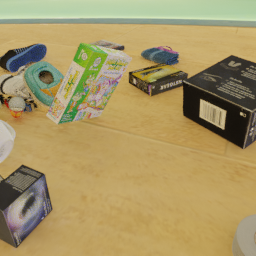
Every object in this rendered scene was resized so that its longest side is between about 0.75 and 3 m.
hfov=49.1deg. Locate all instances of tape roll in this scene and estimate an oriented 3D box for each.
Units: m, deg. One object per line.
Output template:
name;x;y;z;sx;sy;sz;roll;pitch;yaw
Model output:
tape roll;3.030;2.582;5.919;1.522;0.503;1.522;1;34;0

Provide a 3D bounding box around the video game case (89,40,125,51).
video game case;-1.671;-5.001;17.530;1.988;0.281;2.200;28;42;34

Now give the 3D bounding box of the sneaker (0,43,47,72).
sneaker;-5.805;-4.023;15.370;1.156;1.041;2.969;23;41;19

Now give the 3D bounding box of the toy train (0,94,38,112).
toy train;-4.738;-1.033;11.463;2.317;0.395;0.531;11;39;17

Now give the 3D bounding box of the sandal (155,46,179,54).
sandal;2.307;-4.769;17.006;1.913;0.470;0.778;24;41;32

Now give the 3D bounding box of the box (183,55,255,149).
box;3.957;-1.092;10.118;2.837;1.666;2.790;-30;43;-24

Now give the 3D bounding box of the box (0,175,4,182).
box;-4.042;2.132;6.419;1.058;0.705;2.812;27;42;34

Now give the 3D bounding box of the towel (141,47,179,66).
towel;1.808;-4.118;15.987;1.189;0.517;2.129;-26;42;-32

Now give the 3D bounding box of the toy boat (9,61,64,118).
toy boat;-3.421;-1.357;10.805;2.227;1.231;2.649;47;61;-2

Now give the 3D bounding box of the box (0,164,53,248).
box;-2.495;1.779;6.442;0.782;1.269;1.259;17;38;23

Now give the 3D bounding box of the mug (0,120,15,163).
mug;-4.393;0.197;8.637;1.820;1.533;2.076;32;19;5

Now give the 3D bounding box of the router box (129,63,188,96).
router box;1.417;-2.350;13.249;2.238;0.584;1.759;-21;39;-28

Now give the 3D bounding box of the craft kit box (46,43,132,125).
craft kit box;-1.201;-1.434;9.336;0.633;2.577;2.610;35;22;16

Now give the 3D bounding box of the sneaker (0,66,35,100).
sneaker;-4.374;-1.948;12.382;1.522;0.995;2.648;20;28;9
